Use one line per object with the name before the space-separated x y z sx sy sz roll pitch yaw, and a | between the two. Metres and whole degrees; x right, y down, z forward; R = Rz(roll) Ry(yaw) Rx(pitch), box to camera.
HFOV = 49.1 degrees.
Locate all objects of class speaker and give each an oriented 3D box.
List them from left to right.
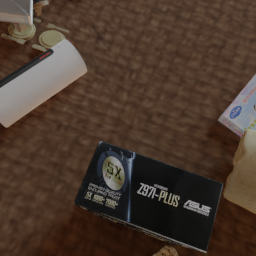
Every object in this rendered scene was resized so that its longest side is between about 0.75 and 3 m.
speaker | -2.393 -1.189 7.331 2.642 1.073 1.073 -37 74 -12

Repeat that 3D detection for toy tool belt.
toy tool belt | -3.032 -3.915 8.077 1.476 1.500 2.402 -30 53 -17

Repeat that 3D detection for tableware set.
tableware set | -2.680 -2.671 8.280 1.699 0.340 1.123 20 59 1

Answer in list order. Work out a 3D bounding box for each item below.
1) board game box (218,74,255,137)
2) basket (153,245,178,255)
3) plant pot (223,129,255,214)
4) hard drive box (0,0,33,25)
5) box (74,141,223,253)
board game box | 3.630 -0.341 7.373 1.769 0.365 1.773 40 74 13
basket | 0.625 3.534 4.799 1.652 2.055 2.036 -28 52 -20
plant pot | 3.396 1.101 5.950 2.269 2.479 2.479 19 70 19
hard drive box | -2.221 -2.971 5.158 0.904 2.354 1.834 1 106 -19
box | 0.319 1.435 5.504 2.141 2.615 1.126 19 71 7
